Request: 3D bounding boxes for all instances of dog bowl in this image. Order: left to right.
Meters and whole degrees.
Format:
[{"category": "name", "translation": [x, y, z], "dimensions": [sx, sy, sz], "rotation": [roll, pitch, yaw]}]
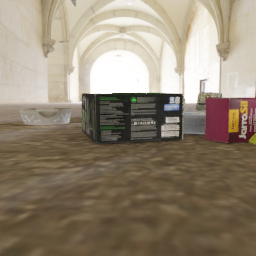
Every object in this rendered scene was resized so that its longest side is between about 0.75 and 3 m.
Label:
[{"category": "dog bowl", "translation": [-2.943, -0.441, 10.118], "dimensions": [1.828, 0.536, 1.828], "rotation": [0, 6, 0]}]

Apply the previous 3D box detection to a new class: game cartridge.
[{"category": "game cartridge", "translation": [2.076, -0.219, 8.323], "dimensions": [1.885, 0.588, 2.830], "rotation": [5, 7, 10]}]

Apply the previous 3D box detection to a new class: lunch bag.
[{"category": "lunch bag", "translation": [3.403, -0.945, 11.754], "dimensions": [0.967, 1.179, 0.693], "rotation": [5, 8, 35]}]

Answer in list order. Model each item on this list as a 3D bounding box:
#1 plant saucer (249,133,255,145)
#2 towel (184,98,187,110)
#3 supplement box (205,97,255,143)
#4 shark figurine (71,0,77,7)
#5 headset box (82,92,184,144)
[{"category": "plant saucer", "translation": [3.624, 0.151, 4.842], "dimensions": [2.148, 0.514, 2.144], "rotation": [-1, 6, -6]}, {"category": "towel", "translation": [0.537, -0.524, 9.731], "dimensions": [2.666, 0.478, 2.769], "rotation": [-14, 1, 27]}, {"category": "supplement box", "translation": [2.585, -0.212, 6.198], "dimensions": [1.689, 0.932, 0.724], "rotation": [-3, 7, -25]}, {"category": "shark figurine", "translation": [-1.576, -3.936, 7.950], "dimensions": [0.404, 0.579, 0.969], "rotation": [-15, -1, 2]}, {"category": "headset box", "translation": [-0.036, -0.326, 6.762], "dimensions": [1.957, 1.043, 2.248], "rotation": [-2, 7, -16]}]
